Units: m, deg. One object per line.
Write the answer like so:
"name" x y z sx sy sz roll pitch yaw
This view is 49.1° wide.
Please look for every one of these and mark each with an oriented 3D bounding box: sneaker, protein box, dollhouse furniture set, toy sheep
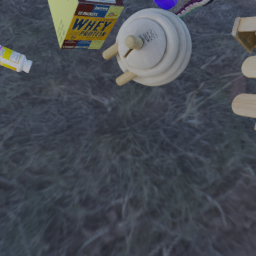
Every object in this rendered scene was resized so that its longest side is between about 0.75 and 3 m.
"sneaker" 1.886 -4.161 8.492 0.935 2.514 1.100 -40 107 -13
"protein box" -1.378 -3.840 8.448 1.392 2.048 2.063 -9 74 -29
"dollhouse furniture set" 2.985 -1.083 6.044 1.583 2.088 2.382 15 89 44
"toy sheep" 0.535 -1.821 6.490 1.915 1.915 2.778 21 22 15

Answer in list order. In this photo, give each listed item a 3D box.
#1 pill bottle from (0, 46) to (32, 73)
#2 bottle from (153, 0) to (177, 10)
"pill bottle" -2.934 -1.729 7.157 0.875 0.456 0.456 21 52 -20
"bottle" 0.907 -3.425 6.444 0.578 0.452 1.385 21 66 -33
